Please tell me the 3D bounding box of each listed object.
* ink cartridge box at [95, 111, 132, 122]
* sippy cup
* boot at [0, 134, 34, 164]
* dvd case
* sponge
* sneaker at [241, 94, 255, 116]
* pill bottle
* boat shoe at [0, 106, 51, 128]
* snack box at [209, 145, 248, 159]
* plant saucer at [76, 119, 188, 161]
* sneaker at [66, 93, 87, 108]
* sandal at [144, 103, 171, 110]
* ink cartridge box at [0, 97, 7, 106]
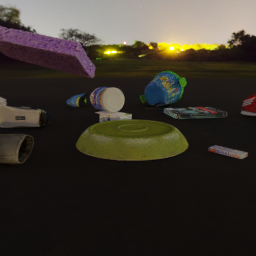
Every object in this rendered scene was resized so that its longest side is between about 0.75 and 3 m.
[{"bbox_3d":[-0.492,-0.309,9.142,1.085,0.365,0.636,12,17,36],"label":"ink cartridge box"},{"bbox_3d":[1.604,-1.749,13.247,1.672,2.129,1.560,36,36,13],"label":"sippy cup"},{"bbox_3d":[-2.976,0.256,5.873,1.925,0.698,1.750,-7,27,-2],"label":"boot"},{"bbox_3d":[2.566,-0.605,10.882,2.017,0.222,1.472,-1,12,-11],"label":"dvd case"},{"bbox_3d":[-2.415,-2.109,7.759,2.866,0.427,1.599,15,-7,12],"label":"sponge"},{"bbox_3d":[4.994,-0.821,10.392,1.421,0.821,0.557,5,13,14],"label":"sneaker"},{"bbox_3d":[-0.771,-0.975,9.435,0.797,0.797,1.423,-7,11,-28],"label":"pill bottle"},{"bbox_3d":[-3.379,-0.331,8.876,1.878,0.701,0.871,7,4,9],"label":"boat shoe"},{"bbox_3d":[2.161,0.515,6.078,0.277,0.094,0.772,-11,17,-42],"label":"snack box"},{"bbox_3d":[0.098,0.171,6.898,2.736,0.425,2.736,0,12,0],"label":"plant saucer"},{"bbox_3d":[-2.413,-1.347,13.367,0.686,0.577,1.749,4,13,8],"label":"sneaker"},{"bbox_3d":[1.330,-0.980,12.442,1.251,0.268,0.476,-3,13,-12],"label":"sandal"},{"bbox_3d":[-5.705,-0.961,11.646,1.017,0.569,1.491,-9,17,-34],"label":"ink cartridge box"}]
